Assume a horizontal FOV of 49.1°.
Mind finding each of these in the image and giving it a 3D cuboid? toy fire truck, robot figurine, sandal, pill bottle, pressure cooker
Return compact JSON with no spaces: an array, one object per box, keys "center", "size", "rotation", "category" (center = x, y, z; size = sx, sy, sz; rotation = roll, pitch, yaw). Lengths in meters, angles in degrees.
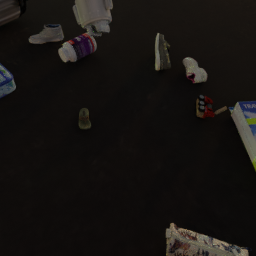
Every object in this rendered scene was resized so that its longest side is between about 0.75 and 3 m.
[{"center":[2.452,-0.617,8.338],"size":[0.801,0.515,0.705],"rotation":[14,50,-3],"category":"toy fire truck"},{"center":[-1.162,-3.993,9.234],"size":[1.565,1.845,1.042],"rotation":[-13,5,30],"category":"robot figurine"},{"center":[-1.290,-0.289,8.172],"size":[0.343,0.246,0.863],"rotation":[-9,51,-8],"category":"sandal"},{"center":[-1.809,-2.843,10.006],"size":[1.275,0.717,0.717],"rotation":[-35,58,-26],"category":"pill bottle"},{"center":[-5.340,-5.253,11.054],"size":[2.586,2.310,2.274],"rotation":[-40,100,-29],"category":"pressure cooker"}]

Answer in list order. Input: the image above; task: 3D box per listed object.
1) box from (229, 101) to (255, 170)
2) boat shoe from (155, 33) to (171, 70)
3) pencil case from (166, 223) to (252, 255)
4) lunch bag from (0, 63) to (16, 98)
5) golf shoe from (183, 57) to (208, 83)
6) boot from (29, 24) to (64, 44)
[{"center":[3.993,0.243,7.455],"size":[1.748,0.683,2.867],"rotation":[-3,51,-4],"category":"box"},{"center":[1.242,-2.737,10.018],"size":[0.513,0.614,1.717],"rotation":[2,56,2],"category":"boat shoe"},{"center":[1.532,2.438,5.554],"size":[1.668,0.746,0.649],"rotation":[15,46,13],"category":"pencil case"},{"center":[-4.433,-1.586,9.038],"size":[1.210,0.620,1.505],"rotation":[-32,58,-28],"category":"lunch bag"},{"center":[2.146,-1.958,9.460],"size":[0.553,0.455,1.209],"rotation":[-23,52,-14],"category":"golf shoe"},{"center":[-3.182,-3.660,10.750],"size":[1.328,0.635,0.489],"rotation":[-11,51,-9],"category":"boot"}]
